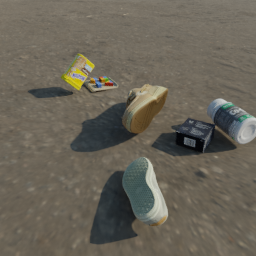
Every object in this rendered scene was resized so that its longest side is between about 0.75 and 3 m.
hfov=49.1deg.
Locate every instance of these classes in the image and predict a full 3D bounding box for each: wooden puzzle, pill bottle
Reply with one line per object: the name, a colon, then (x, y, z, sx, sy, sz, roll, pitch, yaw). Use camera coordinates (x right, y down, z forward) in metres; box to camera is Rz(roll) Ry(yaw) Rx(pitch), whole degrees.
wooden puzzle: (-1.098, -1.828, 11.373, 1.127, 0.261, 1.044, -16, 36, -22)
pill bottle: (2.994, -0.242, 8.128, 0.825, 0.825, 1.458, -12, 34, -18)

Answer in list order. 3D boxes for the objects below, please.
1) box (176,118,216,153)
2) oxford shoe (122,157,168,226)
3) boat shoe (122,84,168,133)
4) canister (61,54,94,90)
box: (1.921, 0.189, 7.966, 0.837, 0.500, 0.851, 18, 39, 30)
oxford shoe: (0.357, 1.340, 6.070, 0.786, 0.604, 2.091, -36, 24, 8)
boat shoe: (0.385, -0.693, 8.735, 0.966, 1.067, 2.993, 23, 26, 14)
canister: (-1.891, -2.124, 10.607, 0.489, 0.838, 1.129, 31, 87, 49)
